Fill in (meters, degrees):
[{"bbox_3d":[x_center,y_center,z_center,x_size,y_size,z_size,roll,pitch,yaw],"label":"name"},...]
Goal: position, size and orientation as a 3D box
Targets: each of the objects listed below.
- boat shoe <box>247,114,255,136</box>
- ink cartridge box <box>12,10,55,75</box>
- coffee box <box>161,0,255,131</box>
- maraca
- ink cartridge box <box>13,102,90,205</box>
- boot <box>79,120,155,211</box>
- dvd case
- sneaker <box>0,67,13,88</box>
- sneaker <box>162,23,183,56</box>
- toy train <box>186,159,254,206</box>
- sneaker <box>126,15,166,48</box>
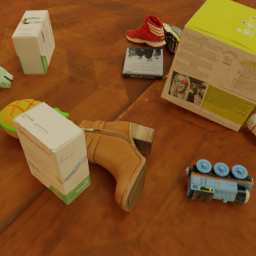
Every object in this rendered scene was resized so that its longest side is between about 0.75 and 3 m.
[{"bbox_3d":[4.823,-0.171,7.901,2.836,1.043,0.947,-17,61,-3],"label":"boat shoe"},{"bbox_3d":[-3.398,-3.180,10.324,0.871,1.502,2.075,-1,46,-1],"label":"ink cartridge box"},{"bbox_3d":[2.835,-1.938,8.178,2.507,2.479,2.503,27,51,12],"label":"coffee box"},{"bbox_3d":[-2.548,-0.239,7.847,2.002,1.071,1.373,-2,39,-32],"label":"maraca"},{"bbox_3d":[-1.651,0.594,6.328,1.401,1.928,0.844,31,53,27],"label":"ink cartridge box"},{"bbox_3d":[-0.540,0.770,6.898,2.058,0.980,2.660,9,36,9],"label":"boot"},{"bbox_3d":[0.594,-2.477,10.528,1.445,0.238,1.923,4,46,3],"label":"dvd case"},{"bbox_3d":[-4.331,-1.334,9.249,0.479,0.768,1.302,29,86,45],"label":"sneaker"},{"bbox_3d":[1.957,-3.648,11.302,0.896,0.818,2.213,-7,46,-12],"label":"sneaker"},{"bbox_3d":[2.127,1.308,6.565,1.557,0.675,0.890,9,55,6],"label":"toy train"},{"bbox_3d":[0.694,-4.032,11.292,1.988,1.148,0.779,24,47,34],"label":"sneaker"}]
